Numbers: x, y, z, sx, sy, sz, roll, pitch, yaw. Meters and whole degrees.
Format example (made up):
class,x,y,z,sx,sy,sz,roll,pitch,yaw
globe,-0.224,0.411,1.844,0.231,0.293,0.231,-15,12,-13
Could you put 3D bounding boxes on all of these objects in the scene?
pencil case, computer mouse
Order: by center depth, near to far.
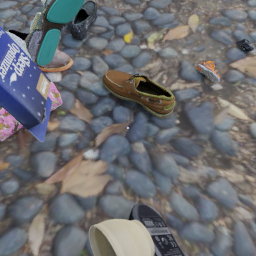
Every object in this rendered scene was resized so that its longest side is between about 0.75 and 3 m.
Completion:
class,x,y,z,sx,sy,sz,roll,pitch,yaw
computer mouse,0.670,2.903,6.177,0.699,1.837,2.652,-50,45,18
pencil case,-3.211,-0.566,8.682,2.355,1.019,0.975,-37,80,-23
computer mouse,4.659,-3.219,10.973,0.532,0.174,0.757,-28,54,-21

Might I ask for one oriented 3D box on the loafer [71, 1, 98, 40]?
class,x,y,z,sx,sy,sz,roll,pitch,yaw
loafer,-1.776,-4.588,11.482,0.779,0.806,2.295,8,56,9

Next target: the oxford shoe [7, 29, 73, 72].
class,x,y,z,sx,sy,sz,roll,pitch,yaw
oxford shoe,-3.284,-2.842,10.200,2.718,0.991,0.969,20,58,13

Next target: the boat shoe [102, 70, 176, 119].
class,x,y,z,sx,sy,sz,roll,pitch,yaw
boat shoe,0.347,-1.385,9.247,2.772,0.942,0.997,28,60,17

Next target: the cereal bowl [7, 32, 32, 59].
class,x,y,z,sx,sy,sz,roll,pitch,yaw
cereal bowl,-4.352,-2.149,9.550,2.190,0.912,2.190,8,72,-25

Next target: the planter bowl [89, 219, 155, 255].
class,x,y,z,sx,sy,sz,roll,pitch,yaw
planter bowl,-0.056,2.174,5.067,0.827,1.229,1.229,-19,56,-32

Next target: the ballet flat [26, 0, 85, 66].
class,x,y,z,sx,sy,sz,roll,pitch,yaw
ballet flat,-2.139,-3.057,7.725,1.036,2.880,1.036,25,38,-22

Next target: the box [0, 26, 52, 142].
class,x,y,z,sx,sy,sz,roll,pitch,yaw
box,-2.281,-1.047,5.429,0.417,2.574,1.559,-26,39,15

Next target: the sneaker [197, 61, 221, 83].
class,x,y,z,sx,sy,sz,roll,pitch,yaw
sneaker,3.032,-2.079,10.045,0.590,0.408,1.053,-32,62,-18
